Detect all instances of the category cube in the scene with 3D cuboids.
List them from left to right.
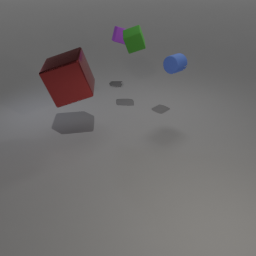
[{"bbox_3d":[-2.092,-1.808,9.950,1.400,1.400,1.400,-17,33,7],"label":"cube"},{"bbox_3d":[-0.330,-4.503,13.621,0.700,0.700,0.700,9,20,-18],"label":"cube"},{"bbox_3d":[0.242,-3.460,10.930,0.700,0.700,0.700,-15,44,12],"label":"cube"}]

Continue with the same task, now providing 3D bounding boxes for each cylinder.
[{"bbox_3d":[1.860,-2.532,11.010,0.700,0.700,0.700,22,34,35],"label":"cylinder"}]
